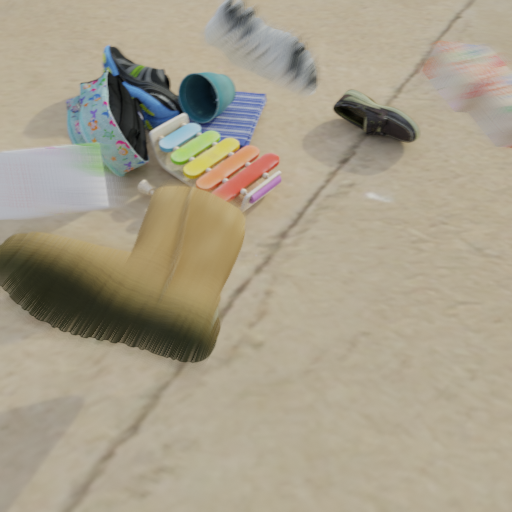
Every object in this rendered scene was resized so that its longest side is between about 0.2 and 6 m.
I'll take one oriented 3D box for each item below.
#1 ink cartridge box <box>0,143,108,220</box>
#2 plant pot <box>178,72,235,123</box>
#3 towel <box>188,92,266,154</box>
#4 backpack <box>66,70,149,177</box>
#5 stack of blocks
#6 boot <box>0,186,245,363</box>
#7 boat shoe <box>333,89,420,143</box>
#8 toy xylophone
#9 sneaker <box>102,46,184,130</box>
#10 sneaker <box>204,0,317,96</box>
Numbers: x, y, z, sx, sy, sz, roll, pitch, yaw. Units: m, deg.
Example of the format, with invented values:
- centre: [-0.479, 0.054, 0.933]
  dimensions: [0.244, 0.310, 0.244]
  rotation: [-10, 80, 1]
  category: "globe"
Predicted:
- centre: [-2.808, -0.976, 7.435]
  dimensions: [1.527, 0.894, 0.514]
  rotation: [-9, 10, -16]
  category: "ink cartridge box"
- centre: [-1.154, -4.093, 14.184]
  dimensions: [1.216, 1.216, 1.143]
  rotation: [24, 35, 21]
  category: "plant pot"
- centre: [-0.869, -3.518, 14.553]
  dimensions: [1.911, 0.315, 2.639]
  rotation: [7, 46, 10]
  category: "towel"
- centre: [-3.352, -2.902, 12.862]
  dimensions: [1.600, 1.887, 2.126]
  rotation: [-27, 54, 6]
  category: "backpack"
- centre: [3.038, -2.151, 7.420]
  dimensions: [0.942, 0.479, 1.635]
  rotation: [-4, 52, -24]
  category: "stack of blocks"
- centre: [-1.634, -0.135, 7.968]
  dimensions: [2.910, 1.099, 3.323]
  rotation: [26, 29, -12]
  category: "boot"
- centre: [2.966, -3.365, 14.065]
  dimensions: [0.766, 0.865, 2.363]
  rotation: [-43, 57, -18]
  category: "boat shoe"
- centre: [-1.120, -1.854, 12.477]
  dimensions: [3.258, 0.818, 2.385]
  rotation: [28, 53, 19]
  category: "toy xylophone"
- centre: [-3.068, -4.508, 14.945]
  dimensions: [1.394, 1.193, 3.364]
  rotation: [-26, 56, -32]
  category: "sneaker"
- centre: [0.141, -4.070, 11.322]
  dimensions: [2.621, 1.062, 0.985]
  rotation: [28, 68, -28]
  category: "sneaker"
